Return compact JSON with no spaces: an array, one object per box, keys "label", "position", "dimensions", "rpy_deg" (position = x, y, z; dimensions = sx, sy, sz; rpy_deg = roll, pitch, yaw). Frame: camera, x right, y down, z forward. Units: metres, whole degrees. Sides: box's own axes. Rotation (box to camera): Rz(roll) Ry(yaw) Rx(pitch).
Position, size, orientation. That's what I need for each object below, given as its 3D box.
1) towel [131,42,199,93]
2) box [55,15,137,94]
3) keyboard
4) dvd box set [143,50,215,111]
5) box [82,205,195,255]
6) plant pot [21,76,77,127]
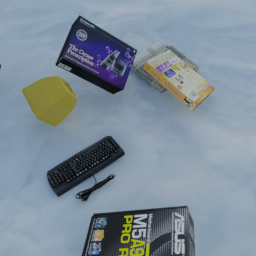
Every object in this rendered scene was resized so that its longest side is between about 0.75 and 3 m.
[{"label":"towel","position":[1.150,-2.094,9.237],"dimensions":[1.827,0.316,1.759],"rpy_deg":[-34,61,-23]},{"label":"box","position":[-0.877,-2.048,8.097],"dimensions":[1.952,0.770,1.378],"rpy_deg":[24,73,-25]},{"label":"keyboard","position":[-0.951,1.045,6.957],"dimensions":[1.978,0.204,1.257],"rpy_deg":[-32,60,-17]},{"label":"dvd box set","position":[1.533,-1.464,8.269],"dimensions":[1.912,0.281,1.399],"rpy_deg":[43,46,9]},{"label":"box","position":[0.109,2.648,4.795],"dimensions":[2.062,0.570,2.574],"rpy_deg":[-11,39,20]},{"label":"plant pot","position":[-1.972,-0.789,7.460],"dimensions":[1.022,0.993,0.999],"rpy_deg":[-35,71,6]}]
